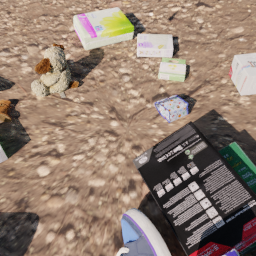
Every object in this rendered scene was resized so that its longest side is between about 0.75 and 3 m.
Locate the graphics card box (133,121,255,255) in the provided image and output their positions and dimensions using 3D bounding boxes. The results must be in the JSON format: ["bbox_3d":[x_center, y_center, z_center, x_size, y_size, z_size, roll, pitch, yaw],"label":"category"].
[{"bbox_3d":[1.522,1.392,6.236,1.830,0.742,2.917,-35,51,2],"label":"graphics card box"}]

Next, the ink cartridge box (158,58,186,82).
[{"bbox_3d":[1.611,-2.204,10.030,0.912,0.301,1.254,8,53,7],"label":"ink cartridge box"}]

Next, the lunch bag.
[{"bbox_3d":[1.317,-0.668,8.618,0.728,0.530,0.857,-21,40,-17],"label":"lunch bag"}]

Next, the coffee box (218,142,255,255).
[{"bbox_3d":[2.535,1.523,6.435,1.373,0.491,2.233,-33,50,5],"label":"coffee box"}]

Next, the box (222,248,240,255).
[{"bbox_3d":[1.795,3.135,4.317,1.093,2.083,1.915,-31,54,5],"label":"box"}]

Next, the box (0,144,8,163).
[{"bbox_3d":[-4.026,0.543,7.562,1.042,0.571,1.180,-30,56,-22],"label":"box"}]

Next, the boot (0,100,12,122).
[{"bbox_3d":[-3.819,-0.551,8.681,0.870,0.334,0.675,13,47,20],"label":"boot"}]

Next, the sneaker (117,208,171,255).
[{"bbox_3d":[-0.124,3.080,5.081,2.089,1.150,2.853,-18,58,-19],"label":"sneaker"}]

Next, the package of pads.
[{"bbox_3d":[-1.012,-4.037,11.259,2.098,0.716,1.621,-17,54,-15],"label":"package of pads"}]

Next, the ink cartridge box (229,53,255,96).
[{"bbox_3d":[4.037,-1.781,9.303,0.840,0.844,1.162,-6,51,-5],"label":"ink cartridge box"}]

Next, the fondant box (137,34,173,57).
[{"bbox_3d":[1.028,-3.170,10.749,1.350,0.393,0.974,1,51,2],"label":"fondant box"}]

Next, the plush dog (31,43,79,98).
[{"bbox_3d":[-2.328,-1.908,9.029,1.334,1.428,1.663,10,51,8],"label":"plush dog"}]
